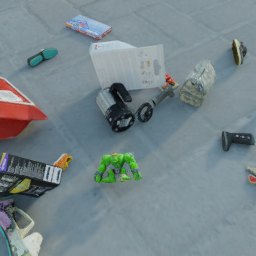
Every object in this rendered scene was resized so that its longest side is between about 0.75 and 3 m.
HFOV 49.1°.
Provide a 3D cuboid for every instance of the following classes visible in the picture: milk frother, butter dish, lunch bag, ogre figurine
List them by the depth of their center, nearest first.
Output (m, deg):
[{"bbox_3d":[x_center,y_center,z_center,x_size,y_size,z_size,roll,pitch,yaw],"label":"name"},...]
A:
[{"bbox_3d":[-0.352,1.269,8.978,1.531,0.751,0.918,-16,64,33],"label":"ogre figurine"},{"bbox_3d":[-4.968,-0.510,9.778,2.977,2.986,2.207,37,102,19],"label":"butter dish"},{"bbox_3d":[-0.121,-0.811,10.783,1.671,1.508,1.572,15,34,-47],"label":"milk frother"},{"bbox_3d":[2.835,-1.856,11.340,1.117,1.344,1.603,24,55,18],"label":"lunch bag"}]

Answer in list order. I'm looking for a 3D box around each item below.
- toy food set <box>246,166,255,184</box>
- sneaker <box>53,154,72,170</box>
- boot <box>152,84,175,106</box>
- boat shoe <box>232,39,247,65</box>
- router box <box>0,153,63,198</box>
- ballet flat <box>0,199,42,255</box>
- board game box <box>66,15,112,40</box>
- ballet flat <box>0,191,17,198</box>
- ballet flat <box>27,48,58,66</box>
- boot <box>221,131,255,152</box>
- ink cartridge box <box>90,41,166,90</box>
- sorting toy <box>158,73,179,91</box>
[{"bbox_3d":[4.561,1.750,9.104,1.424,0.224,0.905,17,53,13],"label":"toy food set"},{"bbox_3d":[-2.261,1.284,9.389,0.403,0.381,1.044,21,54,20],"label":"sneaker"},{"bbox_3d":[1.436,-1.228,11.370,0.346,0.867,0.953,34,80,37],"label":"boot"},{"bbox_3d":[5.327,-3.633,13.250,0.589,0.666,1.818,2,50,8],"label":"boat shoe"},{"bbox_3d":[-2.955,1.410,7.871,1.589,2.021,0.528,20,59,-27],"label":"router box"},{"bbox_3d":[-2.986,2.972,7.726,0.951,0.924,2.672,-26,51,-27],"label":"ballet flat"},{"bbox_3d":[-2.109,-5.422,15.007,2.269,0.221,1.168,28,55,21],"label":"board game box"},{"bbox_3d":[-4.156,1.862,8.725,1.917,0.656,0.652,-11,47,-10],"label":"ballet flat"},{"bbox_3d":[-4.074,-3.427,13.196,1.554,0.528,0.531,-33,49,-25],"label":"ballet flat"},{"bbox_3d":[3.979,0.523,10.066,1.095,0.359,0.903,9,53,2],"label":"boot"},{"bbox_3d":[0.068,-2.462,11.045,2.702,2.191,0.677,-7,54,6],"label":"ink cartridge box"},{"bbox_3d":[1.666,-1.976,12.135,0.798,0.278,0.793,-31,57,-23],"label":"sorting toy"}]
